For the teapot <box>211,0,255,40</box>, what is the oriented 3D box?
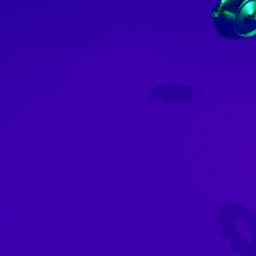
[{"bbox_3d":[2.691,-2.714,6.710,2.019,1.255,0.989,-5,33,-20],"label":"teapot"}]
